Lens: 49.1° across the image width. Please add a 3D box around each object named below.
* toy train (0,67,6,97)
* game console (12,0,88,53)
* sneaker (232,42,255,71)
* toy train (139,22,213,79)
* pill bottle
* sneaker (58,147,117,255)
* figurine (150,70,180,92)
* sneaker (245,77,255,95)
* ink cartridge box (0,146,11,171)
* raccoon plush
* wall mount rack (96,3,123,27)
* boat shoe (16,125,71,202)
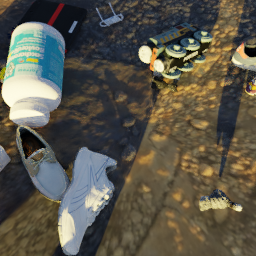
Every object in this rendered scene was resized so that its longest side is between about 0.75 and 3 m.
[{"bbox_3d":[-3.688,-1.568,9.235,1.062,0.393,1.414,49,61,-3],"label":"toy train"},{"bbox_3d":[-3.059,-4.054,11.060,2.329,0.409,2.634,14,58,3],"label":"game console"},{"bbox_3d":[4.798,-2.399,9.586,2.202,0.930,0.825,13,57,8],"label":"sneaker"},{"bbox_3d":[1.653,-2.715,9.569,2.788,1.188,1.589,-33,57,-31],"label":"toy train"},{"bbox_3d":[-2.761,-1.544,8.325,1.624,1.624,2.932,-3,64,-2],"label":"pill bottle"},{"bbox_3d":[-0.970,1.704,6.885,1.174,1.005,2.696,11,58,1],"label":"sneaker"},{"bbox_3d":[1.300,-1.656,9.470,0.918,0.405,0.941,15,57,1],"label":"figurine"},{"bbox_3d":[4.326,-1.570,9.280,0.436,0.524,1.163,38,64,22],"label":"sneaker"},{"bbox_3d":[-4.205,1.054,7.434,1.211,0.706,1.673,26,60,16],"label":"ink cartridge box"},{"bbox_3d":[2.174,1.842,6.810,0.628,0.937,0.453,-24,103,-27],"label":"raccoon plush"},{"bbox_3d":[-0.749,-4.565,11.332,1.087,0.405,0.945,-31,62,-20],"label":"wall mount rack"},{"bbox_3d":[-2.352,0.913,7.458,0.900,0.824,2.409,-35,63,-21],"label":"boat shoe"}]
